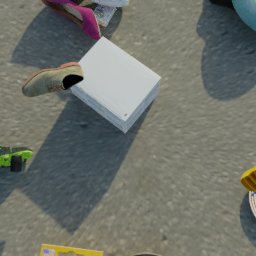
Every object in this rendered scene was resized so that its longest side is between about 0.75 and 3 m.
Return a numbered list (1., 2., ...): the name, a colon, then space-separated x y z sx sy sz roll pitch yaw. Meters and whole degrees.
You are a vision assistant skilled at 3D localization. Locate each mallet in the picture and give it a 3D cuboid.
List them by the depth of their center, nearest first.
1. mallet: -2.412 0.788 6.071 0.222 1.081 0.356 4 79 -20

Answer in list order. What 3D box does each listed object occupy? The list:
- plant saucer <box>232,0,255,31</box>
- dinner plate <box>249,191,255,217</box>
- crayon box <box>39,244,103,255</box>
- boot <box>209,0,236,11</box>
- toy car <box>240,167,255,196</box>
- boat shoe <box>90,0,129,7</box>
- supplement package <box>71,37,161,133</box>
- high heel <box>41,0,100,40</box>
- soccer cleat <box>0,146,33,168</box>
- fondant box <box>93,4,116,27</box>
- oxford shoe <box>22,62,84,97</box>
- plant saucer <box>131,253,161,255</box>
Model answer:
1. plant saucer: 4.398 -3.920 8.781 2.398 0.431 2.398 6 67 -16
2. dinner plate: 4.206 1.940 7.569 1.914 0.232 1.914 0 73 0
3. crayon box: -1.487 4.155 6.718 1.564 0.641 2.487 7 75 2
4. boot: 3.590 -4.606 9.224 1.661 0.625 1.242 20 75 6
5. toy car: 2.924 0.990 4.804 2.447 0.814 1.200 32 51 -11
6. boat shoe: -1.179 -4.692 8.894 2.679 0.880 0.964 23 43 2
7. supplement package: -0.391 -1.205 7.978 2.084 1.155 1.623 37 78 9
8. high heel: -1.777 -3.463 8.800 1.151 0.807 2.395 -24 61 -17
9. soccer cleat: -3.701 0.722 7.710 2.084 0.704 0.845 -12 60 -4
10. fondant box: -0.802 -3.777 9.202 0.549 0.222 0.761 25 75 7
11. oxford shoe: -1.750 -1.070 6.559 1.512 0.532 0.565 -27 47 -6
12. plant saucer: 0.448 4.246 6.831 2.271 0.391 2.271 0 75 1
